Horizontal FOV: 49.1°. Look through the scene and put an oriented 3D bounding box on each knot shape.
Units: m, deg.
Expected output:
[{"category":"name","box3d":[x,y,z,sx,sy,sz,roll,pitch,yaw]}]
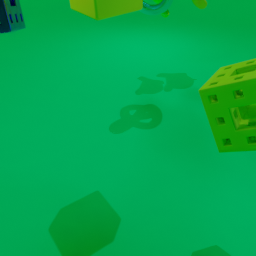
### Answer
[{"category":"knot shape","box3d":[0.688,-4.057,7.817,1.906,1.784,0.881,-23,46,-22]}]

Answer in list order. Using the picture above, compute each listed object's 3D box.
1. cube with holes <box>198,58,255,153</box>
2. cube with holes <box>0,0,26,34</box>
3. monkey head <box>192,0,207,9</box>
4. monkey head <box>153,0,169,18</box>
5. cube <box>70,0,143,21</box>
[{"category":"cube with holes","box3d":[1.747,-0.352,3.893,0.981,0.981,0.981,-8,22,40]},{"category":"cube with holes","box3d":[-1.813,-1.546,3.304,0.839,0.839,0.839,-9,23,-5]},{"category":"monkey head","box3d":[2.034,-4.971,9.774,1.341,1.864,1.123,-30,37,16]},{"category":"monkey head","box3d":[1.003,-4.607,9.488,1.170,1.626,0.980,-1,38,38]},{"category":"cube","box3d":[-0.405,-2.455,4.650,0.941,0.941,0.941,-25,43,-26]}]
